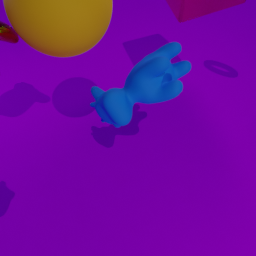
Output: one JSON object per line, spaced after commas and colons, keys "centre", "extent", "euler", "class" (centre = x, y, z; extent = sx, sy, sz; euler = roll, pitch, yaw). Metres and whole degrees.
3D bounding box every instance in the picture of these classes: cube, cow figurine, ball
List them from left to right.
{"centre": [-0.886, -1.627, 3.654], "extent": [1.368, 1.368, 1.368], "euler": [0, 54, 0], "class": "ball"}
{"centre": [0.159, -0.616, 4.172], "extent": [1.351, 0.754, 1.373], "euler": [-19, 25, 37], "class": "cow figurine"}
{"centre": [1.323, -3.003, 4.887], "extent": [1.394, 1.394, 1.394], "euler": [-19, 66, -6], "class": "cube"}

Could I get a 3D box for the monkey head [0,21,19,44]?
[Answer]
{"centre": [-2.456, -1.295, 4.354], "extent": [1.347, 1.873, 1.129], "euler": [24, 94, 15], "class": "monkey head"}
